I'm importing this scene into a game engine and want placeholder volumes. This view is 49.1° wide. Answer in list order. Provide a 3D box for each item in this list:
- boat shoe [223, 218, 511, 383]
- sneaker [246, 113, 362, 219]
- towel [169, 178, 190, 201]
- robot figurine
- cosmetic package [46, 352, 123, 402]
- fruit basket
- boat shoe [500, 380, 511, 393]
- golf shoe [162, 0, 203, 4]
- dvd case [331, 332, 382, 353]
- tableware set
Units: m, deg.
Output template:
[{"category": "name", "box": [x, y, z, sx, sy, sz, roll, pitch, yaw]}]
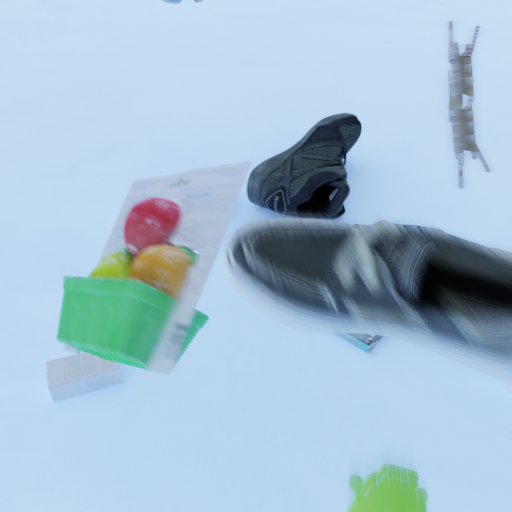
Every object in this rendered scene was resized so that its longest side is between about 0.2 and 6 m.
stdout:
[{"category": "boat shoe", "box": [0.830, 0.099, 3.443, 2.271, 0.723, 0.803, 13, 62, 17]}, {"category": "sneaker", "box": [1.248, -1.451, 9.482, 1.539, 1.027, 2.687, 31, 52, 29]}, {"category": "towel", "box": [-1.101, -0.792, 9.215, 1.191, 0.335, 1.391, 9, 41, 15]}, {"category": "robot figurine", "box": [0.744, 1.588, 3.338, 0.398, 0.689, 0.604, 17, 19, -14]}, {"category": "cosmetic package", "box": [-2.038, 1.386, 6.664, 0.822, 0.293, 0.417, -13, 42, -15]}, {"category": "fruit basket", "box": [-0.893, 0.071, 4.957, 1.728, 0.874, 1.865, -1, 58, 44]}, {"category": "boat shoe", "box": [3.257, 1.042, 6.671, 0.844, 0.804, 2.346, -17, 43, -19]}, {"category": "golf shoe", "box": [-0.087, -4.779, 8.530, 3.191, 1.250, 1.552, -27, 14, -13]}, {"category": "dvd case", "box": [1.472, 0.528, 7.765, 1.210, 0.182, 1.657, 27, 48, 28]}, {"category": "tableware set", "box": [2.800, -2.047, 7.349, 0.401, 1.321, 1.999, -4, 54, 24]}]
